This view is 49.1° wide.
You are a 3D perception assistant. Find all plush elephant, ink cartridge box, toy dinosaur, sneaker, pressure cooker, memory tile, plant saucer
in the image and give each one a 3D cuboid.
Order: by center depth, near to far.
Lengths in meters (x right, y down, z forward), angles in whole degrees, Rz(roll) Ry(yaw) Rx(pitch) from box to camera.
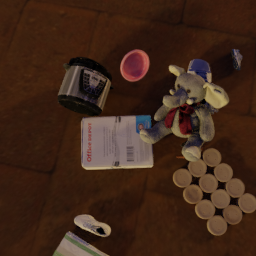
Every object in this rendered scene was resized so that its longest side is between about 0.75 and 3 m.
[{"bbox_3d":[1.885,-0.729,9.111,2.879,2.229,2.371,-39,43,-21],"label":"plush elephant"},{"bbox_3d":[0.207,-2.144,9.537,1.092,1.092,0.277,-36,42,-7],"label":"plant saucer"},{"bbox_3d":[-1.312,3.582,10.311,1.432,0.623,0.533,18,79,5],"label":"sneaker"},{"bbox_3d":[-0.396,0.578,10.694,2.592,1.113,1.898,-2,77,1],"label":"ink cartridge box"},{"bbox_3d":[3.300,2.412,10.759,2.202,0.241,2.873,-35,81,-7],"label":"memory tile"},{"bbox_3d":[-1.624,-1.679,10.842,1.851,1.822,2.072,13,76,18],"label":"pressure cooker"},{"bbox_3d":[2.884,-1.547,10.943,1.070,1.529,2.648,9,78,1],"label":"sneaker"},{"bbox_3d":[2.406,0.899,10.980,1.047,0.535,0.711,-27,95,-27],"label":"toy dinosaur"},{"bbox_3d":[4.673,-2.913,11.846,0.410,0.371,0.963,-8,78,-6],"label":"sneaker"}]

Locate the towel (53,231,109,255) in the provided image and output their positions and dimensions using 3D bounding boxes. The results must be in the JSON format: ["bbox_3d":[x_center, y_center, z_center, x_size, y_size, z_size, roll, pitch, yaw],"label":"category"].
[{"bbox_3d":[-2.034,5.387,10.103,1.962,0.404,2.630,29,82,8],"label":"towel"}]
